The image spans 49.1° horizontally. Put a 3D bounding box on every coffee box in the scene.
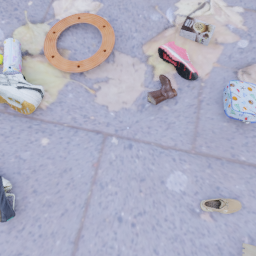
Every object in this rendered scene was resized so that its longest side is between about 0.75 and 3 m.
[{"bbox_3d":[2.893,-4.053,11.689,1.281,0.511,0.724,23,69,10],"label":"coffee box"}]

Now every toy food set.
[{"bbox_3d":[3.924,5.013,7.922,2.013,0.585,2.916,15,62,-2],"label":"toy food set"}]

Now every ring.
[{"bbox_3d":[-1.978,-3.485,11.456,2.962,0.284,2.962,-3,68,6],"label":"ring"}]

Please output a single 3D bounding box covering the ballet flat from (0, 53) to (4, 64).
[{"bbox_3d":[-5.708,-2.678,11.155,1.465,0.489,0.491,-5,80,-4],"label":"ballet flat"}]

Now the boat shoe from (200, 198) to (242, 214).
[{"bbox_3d":[3.017,2.489,8.974,1.322,0.427,0.471,-2,67,-1],"label":"boat shoe"}]

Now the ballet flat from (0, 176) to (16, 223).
[{"bbox_3d":[-4.042,2.145,9.076,0.672,0.672,1.840,-23,63,-9],"label":"ballet flat"}]

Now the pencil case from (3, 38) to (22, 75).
[{"bbox_3d":[-4.554,-2.721,11.009,0.672,0.733,1.616,-11,66,3],"label":"pencil case"}]

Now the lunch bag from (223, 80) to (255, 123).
[{"bbox_3d":[4.171,-0.936,10.111,1.327,0.626,1.656,12,57,-4],"label":"lunch bag"}]

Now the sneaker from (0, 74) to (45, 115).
[{"bbox_3d":[-4.463,-1.552,10.487,2.864,1.083,1.256,27,56,5],"label":"sneaker"}]

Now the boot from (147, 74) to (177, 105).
[{"bbox_3d":[1.099,-1.431,10.440,1.214,0.390,1.131,-23,66,-25],"label":"boot"}]

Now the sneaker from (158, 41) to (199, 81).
[{"bbox_3d":[2.132,-2.736,11.008,0.884,0.751,2.038,-38,72,-16],"label":"sneaker"}]
